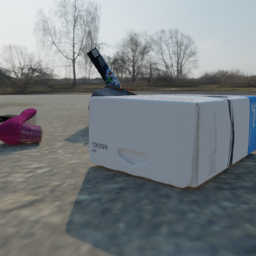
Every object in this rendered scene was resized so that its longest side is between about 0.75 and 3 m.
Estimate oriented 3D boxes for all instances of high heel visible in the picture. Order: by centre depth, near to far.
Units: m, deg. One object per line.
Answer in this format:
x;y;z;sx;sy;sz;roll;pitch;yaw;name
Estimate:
-3.021;-0.155;7.486;1.141;0.800;2.374;8;7;-27;high heel

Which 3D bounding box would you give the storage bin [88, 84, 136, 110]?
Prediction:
-0.385;-0.757;9.013;1.667;1.213;1.120;27;20;20;storage bin

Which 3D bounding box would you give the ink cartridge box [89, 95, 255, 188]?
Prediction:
0.984;-0.013;5.307;2.095;1.220;2.898;7;11;38;ink cartridge box

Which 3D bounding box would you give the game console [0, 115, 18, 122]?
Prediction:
-5.040;-0.331;10.891;1.118;0.228;1.895;4;10;29;game console

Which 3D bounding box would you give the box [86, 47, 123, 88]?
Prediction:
-0.713;-2.038;12.692;0.536;2.843;1.941;-33;-14;2;box
